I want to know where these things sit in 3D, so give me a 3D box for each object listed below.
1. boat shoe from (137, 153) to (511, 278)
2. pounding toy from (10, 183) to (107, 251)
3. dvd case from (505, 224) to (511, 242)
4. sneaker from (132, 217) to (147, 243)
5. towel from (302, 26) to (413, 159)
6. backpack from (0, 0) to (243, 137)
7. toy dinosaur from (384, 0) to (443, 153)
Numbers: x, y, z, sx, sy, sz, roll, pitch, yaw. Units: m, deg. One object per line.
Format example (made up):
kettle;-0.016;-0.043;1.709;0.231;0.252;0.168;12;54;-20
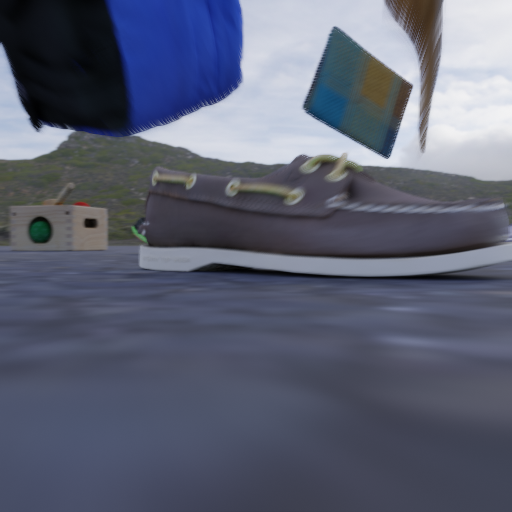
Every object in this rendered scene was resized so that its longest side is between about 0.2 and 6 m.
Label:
boat shoe;0.247;-0.246;3.285;2.350;0.699;0.844;1;1;35
pounding toy;-4.884;-0.900;13.994;2.024;1.563;2.198;0;1;14
dvd case;5.549;-0.538;11.054;2.232;0.178;1.659;-22;8;-40
sneaker;-0.943;-0.568;9.821;2.549;1.068;0.978;0;1;16
towel;1.988;-3.035;10.690;2.274;1.667;0.247;21;-3;-33
backpack;-1.691;-3.328;7.237;3.107;3.008;3.702;-31;32;-24
toy dinosaur;1.427;-2.208;4.816;2.375;1.262;0.718;49;4;-44
